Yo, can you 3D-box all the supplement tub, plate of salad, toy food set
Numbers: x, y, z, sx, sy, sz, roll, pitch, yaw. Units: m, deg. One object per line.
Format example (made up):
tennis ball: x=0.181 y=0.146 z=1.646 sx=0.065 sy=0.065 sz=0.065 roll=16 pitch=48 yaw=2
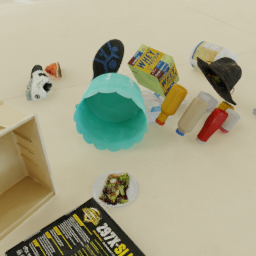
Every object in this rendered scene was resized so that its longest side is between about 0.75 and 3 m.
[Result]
supplement tub: x=3.793 y=-3.070 z=12.570 sx=1.291 sy=1.291 sz=1.785 roll=-31 pitch=49 yaw=-34
plate of salad: x=-0.334 y=1.567 z=7.469 sx=1.248 sy=0.300 sz=1.248 roll=1 pitch=38 yaw=-1
toy food set: x=2.406 y=-0.303 z=9.147 sx=2.973 sy=1.338 sz=1.419 roll=9 pitch=32 yaw=-41

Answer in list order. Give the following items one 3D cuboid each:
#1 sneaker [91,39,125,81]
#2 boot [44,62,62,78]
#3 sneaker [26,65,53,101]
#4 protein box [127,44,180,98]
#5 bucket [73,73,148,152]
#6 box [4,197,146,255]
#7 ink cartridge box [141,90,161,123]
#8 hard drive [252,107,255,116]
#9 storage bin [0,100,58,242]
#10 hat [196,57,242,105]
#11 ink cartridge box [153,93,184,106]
sneaker: x=-0.856 y=-1.917 z=9.869 sx=0.957 sy=2.526 sz=0.973 roll=24 pitch=11 yaw=-5
boot: x=-3.382 y=-2.554 z=12.616 sx=0.729 sy=0.510 sz=1.360 roll=-13 pitch=32 yaw=-11
sneaker: x=-3.530 y=-1.867 z=11.523 sx=0.929 sy=0.778 sz=2.099 roll=-3 pitch=48 yaw=-4
protein box: x=0.884 y=-1.903 z=9.422 sx=1.286 sy=1.295 sz=0.874 roll=32 pitch=81 yaw=29
bucket: x=-0.488 y=-0.514 z=8.665 sx=2.246 sy=2.246 sz=1.461 roll=1 pitch=37 yaw=2
box: x=-0.811 y=2.906 z=5.478 sx=2.175 sy=0.672 sz=2.724 roll=-26 pitch=45 yaw=-32
ink cartridge box: x=0.616 y=-0.810 z=10.323 sx=0.858 sy=0.506 sz=1.490 roll=-7 pitch=39 yaw=-9
hard drive: x=5.895 y=-0.825 z=10.518 sx=1.526 sy=0.304 sz=2.315 roll=29 pitch=46 yaw=32
storage bin: x=-3.126 y=1.146 z=6.157 sx=1.214 sy=2.590 sz=2.571 roll=24 pitch=44 yaw=29
hat: x=3.420 y=-1.878 z=9.878 sx=0.982 sy=2.434 sz=2.434 roll=-37 pitch=40 yaw=10
ink cartridge box: x=1.582 y=-1.163 z=10.845 sx=1.002 sy=0.422 sz=0.725 roll=-20 pitch=42 yaw=-24
